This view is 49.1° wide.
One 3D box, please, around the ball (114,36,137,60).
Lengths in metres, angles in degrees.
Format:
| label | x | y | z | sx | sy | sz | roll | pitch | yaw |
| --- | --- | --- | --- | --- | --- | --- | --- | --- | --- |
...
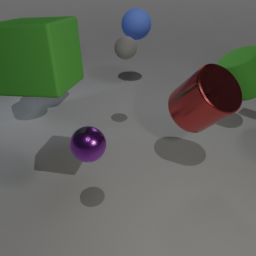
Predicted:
| label | x | y | z | sx | sy | sz | roll | pitch | yaw |
| --- | --- | --- | --- | --- | --- | --- | --- | --- | --- |
| ball | -0.075 | -2.479 | 8.671 | 0.700 | 0.700 | 0.700 | 0 | 31 | 0 |

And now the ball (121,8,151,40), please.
| label | x | y | z | sx | sy | sz | roll | pitch | yaw |
| --- | --- | --- | --- | --- | --- | --- | --- | --- | --- |
| ball | 0.391 | -4.864 | 13.125 | 1.400 | 1.400 | 1.400 | 0 | 31 | 0 |

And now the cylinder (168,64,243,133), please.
| label | x | y | z | sx | sy | sz | roll | pitch | yaw |
| --- | --- | --- | --- | --- | --- | --- | --- | --- | --- |
| cylinder | 2.009 | -0.749 | 7.443 | 1.400 | 1.400 | 1.400 | 10 | 65 | -22 |

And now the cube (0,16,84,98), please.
| label | x | y | z | sx | sy | sz | roll | pitch | yaw |
| --- | --- | --- | --- | --- | --- | --- | --- | --- | --- |
| cube | -1.893 | -1.542 | 5.930 | 1.400 | 1.400 | 1.400 | 3 | 27 | 12 |

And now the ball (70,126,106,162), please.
| label | x | y | z | sx | sy | sz | roll | pitch | yaw |
| --- | --- | --- | --- | --- | --- | --- | --- | --- | --- |
| ball | -0.766 | 0.311 | 5.391 | 0.700 | 0.700 | 0.700 | 0 | 31 | 0 |

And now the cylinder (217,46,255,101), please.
| label | x | y | z | sx | sy | sz | roll | pitch | yaw |
| --- | --- | --- | --- | --- | --- | --- | --- | --- | --- |
| cylinder | 4.037 | -1.898 | 9.772 | 1.400 | 1.400 | 1.400 | -26 | 25 | 14 |
